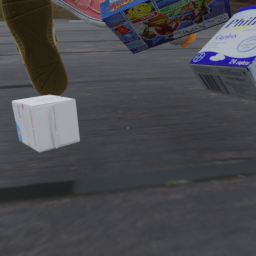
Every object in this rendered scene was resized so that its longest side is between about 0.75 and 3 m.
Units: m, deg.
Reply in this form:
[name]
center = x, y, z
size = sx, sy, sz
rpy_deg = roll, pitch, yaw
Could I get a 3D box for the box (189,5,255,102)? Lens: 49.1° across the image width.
[box]
center = 2.409, -1.495, 5.425
size = 1.756, 0.921, 1.615
rpy_deg = -47, 29, -8

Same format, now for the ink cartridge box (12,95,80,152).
[ink cartridge box]
center = -1.321, -0.105, 4.584
size = 0.709, 0.728, 1.132
rpy_deg = -16, 19, -36

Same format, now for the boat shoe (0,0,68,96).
[boat shoe]
center = -2.175, -2.129, 6.395
size = 1.084, 2.930, 0.973
rpy_deg = -14, 9, -21

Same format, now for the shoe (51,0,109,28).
[shoe]
center = -1.369, -4.131, 8.548
size = 2.616, 1.190, 0.934
rpy_deg = 25, 56, -6

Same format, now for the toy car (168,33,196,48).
[toy car]
center = 1.440, -3.346, 8.897
size = 1.841, 1.628, 1.697
rpy_deg = 33, 27, 21

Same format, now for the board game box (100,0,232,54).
[board game box]
center = 0.997, -2.863, 6.934
size = 2.832, 0.488, 1.917
rpy_deg = -13, -17, 22
